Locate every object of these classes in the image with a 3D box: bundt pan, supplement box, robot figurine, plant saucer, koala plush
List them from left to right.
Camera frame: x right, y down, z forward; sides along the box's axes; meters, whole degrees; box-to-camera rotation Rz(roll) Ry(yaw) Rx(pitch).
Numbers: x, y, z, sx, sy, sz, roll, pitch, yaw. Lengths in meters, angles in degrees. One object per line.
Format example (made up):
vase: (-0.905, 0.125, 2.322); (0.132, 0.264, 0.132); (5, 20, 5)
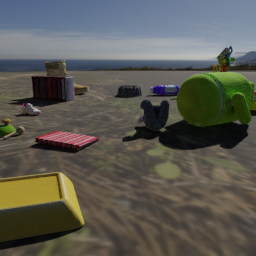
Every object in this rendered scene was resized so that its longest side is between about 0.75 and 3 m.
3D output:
plant saucer: (-1.329, 0.946, 3.737); (1.310, 0.317, 1.310); (-4, 14, -18)
supplement box: (-3.677, -1.964, 13.744); (2.106, 1.146, 0.641); (6, 16, 21)
bundt pan: (0.087, -2.078, 15.492); (1.427, 0.535, 1.427); (0, 13, 0)
koala plush: (0.692, -0.302, 8.180); (0.851, 0.882, 0.960); (1, -8, -13)
robot figurine: (2.652, -0.893, 8.549); (2.720, 1.573, 2.386); (-9, 18, -32)

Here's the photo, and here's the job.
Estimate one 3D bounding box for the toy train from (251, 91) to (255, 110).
toy train: (5.410, -1.186, 11.281); (2.960, 0.823, 2.224); (6, 15, 24)

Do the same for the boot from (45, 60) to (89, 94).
boot: (-3.419, -2.852, 15.770); (2.418, 1.879, 0.880); (-2, 14, -10)

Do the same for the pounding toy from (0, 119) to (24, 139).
pounding toy: (-3.323, -0.046, 7.464); (0.953, 0.442, 0.736); (7, 16, 29)

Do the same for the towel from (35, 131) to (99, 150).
towel: (-1.468, 0.286, 6.765); (1.273, 0.143, 0.921); (8, 14, 22)

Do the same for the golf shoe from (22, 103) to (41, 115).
golf shoe: (-3.532, -0.684, 10.159); (0.868, 0.397, 0.327); (8, 15, 25)

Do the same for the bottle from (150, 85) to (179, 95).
bottle: (2.034, -2.128, 15.673); (1.583, 0.517, 0.661); (-2, 21, -7)

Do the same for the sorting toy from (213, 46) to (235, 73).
sorting toy: (3.649, -2.456, 10.487); (0.206, 0.850, 1.510); (16, 52, 45)
